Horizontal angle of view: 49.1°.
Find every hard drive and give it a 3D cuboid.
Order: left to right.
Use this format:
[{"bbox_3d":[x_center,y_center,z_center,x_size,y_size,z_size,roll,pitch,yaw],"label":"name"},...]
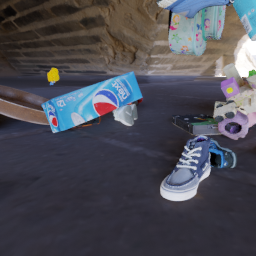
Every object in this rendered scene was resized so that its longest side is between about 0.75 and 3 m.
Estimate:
[{"bbox_3d":[2.072,-0.123,8.162,1.116,0.302,1.597,-3,13,-12],"label":"hard drive"}]

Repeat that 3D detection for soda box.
[{"bbox_3d":[-0.946,-0.772,7.993,2.721,0.873,0.923,-27,10,-34],"label":"soda box"}]

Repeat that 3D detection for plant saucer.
[{"bbox_3d":[-3.241,-0.714,8.706,2.944,0.507,2.944,19,9,-3],"label":"plant saucer"}]

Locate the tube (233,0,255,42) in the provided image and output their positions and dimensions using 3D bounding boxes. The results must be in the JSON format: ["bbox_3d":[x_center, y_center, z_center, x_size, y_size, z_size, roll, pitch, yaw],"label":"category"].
[{"bbox_3d":[2.513,-2.860,6.092,0.499,1.978,0.766,-13,-13,-25],"label":"tube"}]

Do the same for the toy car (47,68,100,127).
[{"bbox_3d":[-1.635,-0.910,8.483,0.994,2.027,0.675,-30,15,-32],"label":"toy car"}]

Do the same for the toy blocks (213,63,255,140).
[{"bbox_3d":[3.967,-0.582,7.320,2.578,2.322,2.759,-22,27,36],"label":"toy blocks"}]

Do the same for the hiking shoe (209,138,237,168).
[{"bbox_3d":[1.545,0.450,5.393,0.489,0.420,1.128,-5,14,-24],"label":"hiking shoe"}]

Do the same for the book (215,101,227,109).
[{"bbox_3d":[4.273,-0.622,10.115,1.479,0.532,2.214,2,11,-6],"label":"book"}]

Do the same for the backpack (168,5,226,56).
[{"bbox_3d":[2.134,-3.503,8.925,1.796,2.385,2.118,15,14,20],"label":"backpack"}]

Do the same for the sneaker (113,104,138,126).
[{"bbox_3d":[-0.151,-0.400,8.908,0.723,0.634,1.804,-6,6,10],"label":"sneaker"}]

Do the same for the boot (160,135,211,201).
[{"bbox_3d":[0.925,0.559,4.371,0.533,0.662,1.466,7,15,29],"label":"boot"}]

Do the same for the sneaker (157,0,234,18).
[{"bbox_3d":[1.731,-2.957,5.033,1.166,1.027,2.615,20,-27,-30],"label":"sneaker"}]

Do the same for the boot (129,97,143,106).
[{"bbox_3d":[-0.031,-1.459,13.202,1.429,0.717,1.981,0,21,-1],"label":"boot"}]
